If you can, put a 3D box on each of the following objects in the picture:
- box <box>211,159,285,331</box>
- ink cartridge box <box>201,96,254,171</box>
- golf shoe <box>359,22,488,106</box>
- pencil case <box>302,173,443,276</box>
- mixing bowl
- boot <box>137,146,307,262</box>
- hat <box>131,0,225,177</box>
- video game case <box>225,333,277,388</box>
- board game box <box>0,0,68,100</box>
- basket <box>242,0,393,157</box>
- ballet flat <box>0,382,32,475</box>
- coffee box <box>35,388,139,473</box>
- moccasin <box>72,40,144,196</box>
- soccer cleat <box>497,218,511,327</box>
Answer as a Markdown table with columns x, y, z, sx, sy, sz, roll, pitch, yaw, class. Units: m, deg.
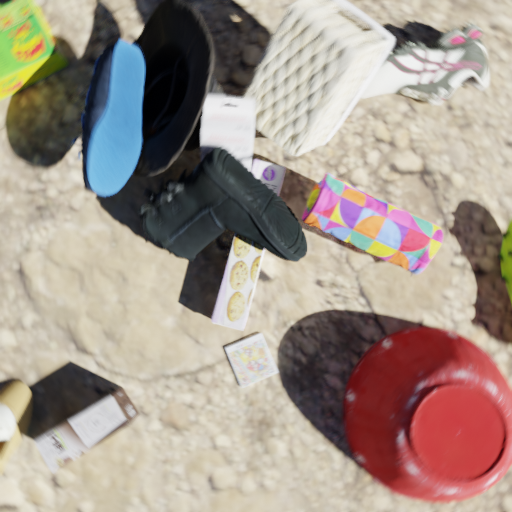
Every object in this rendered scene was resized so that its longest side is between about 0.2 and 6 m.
| x | y | z | sx | sy | sz | roll | pitch | yaw | class |
| --- | --- | --- | --- | --- | --- | --- | --- | --- | --- |
| -0.144 | -0.201 | 10.839 | 0.675 | 0.630 | 3.257 | 15 | 85 | 1 | box |
| -0.518 | -2.006 | 9.929 | 0.917 | 1.581 | 0.536 | 3 | 54 | -3 | ink cartridge box |
| 3.213 | -3.509 | 10.933 | 2.828 | 1.092 | 1.246 | -20 | 92 | -1 | golf shoe |
| 2.139 | -0.574 | 10.320 | 2.561 | 1.132 | 1.132 | 26 | 86 | -5 | pencil case |
| 3.305 | 2.965 | 10.009 | 3.340 | 1.809 | 3.340 | 0 | 85 | 1 | mixing bowl |
| -0.684 | -0.544 | 10.343 | 2.237 | 1.010 | 2.730 | -32 | 114 | 34 | boot |
| -1.419 | -3.005 | 10.574 | 1.337 | 3.315 | 3.315 | 8 | 84 | -42 | hat |
| -0.092 | 2.038 | 10.926 | 0.765 | 0.096 | 0.841 | -23 | 86 | -2 | video game case |
| -5.337 | -3.877 | 11.146 | 2.701 | 0.643 | 1.372 | -28 | 86 | -2 | board game box |
| 0.970 | -3.181 | 10.016 | 1.652 | 2.437 | 1.503 | 39 | 41 | 7 | basket |
| -4.895 | 3.521 | 10.472 | 0.796 | 0.731 | 2.320 | 19 | 85 | 7 | ballet flat |
| -3.097 | 3.205 | 10.413 | 1.626 | 0.919 | 0.649 | -31 | 87 | -2 | coffee box |
| -2.607 | -2.407 | 10.089 | 0.944 | 1.114 | 2.768 | 3 | 77 | 42 | moccasin |
| 5.385 | 0.545 | 10.730 | 1.119 | 0.932 | 2.760 | -7 | 90 | -13 | soccer cleat |
